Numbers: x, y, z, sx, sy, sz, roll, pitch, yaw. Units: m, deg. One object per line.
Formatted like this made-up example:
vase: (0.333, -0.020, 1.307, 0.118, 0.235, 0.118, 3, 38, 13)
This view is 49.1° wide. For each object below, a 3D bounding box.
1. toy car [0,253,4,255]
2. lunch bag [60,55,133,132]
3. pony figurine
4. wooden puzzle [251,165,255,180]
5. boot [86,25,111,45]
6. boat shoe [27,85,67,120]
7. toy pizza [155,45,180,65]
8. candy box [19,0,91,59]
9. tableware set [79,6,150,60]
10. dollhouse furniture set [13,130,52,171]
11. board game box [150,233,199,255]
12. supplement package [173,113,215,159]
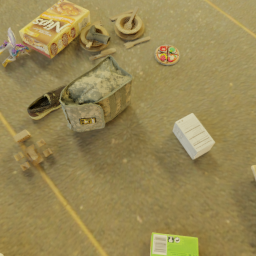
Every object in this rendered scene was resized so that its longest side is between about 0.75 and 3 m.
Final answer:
toy car: (-4.302, 4.023, 7.788, 1.466, 1.100, 1.283, 18, 66, 8)
lunch bag: (-1.104, -0.937, 9.583, 2.433, 1.995, 1.430, -38, 73, -16)
pony figurine: (-4.752, -3.259, 11.354, 1.264, 1.053, 1.220, -35, 102, -19)
wooden puzzle: (5.259, 2.004, 8.866, 2.234, 0.517, 2.069, -5, 65, -12)
boot: (-1.162, -3.833, 11.513, 0.921, 0.334, 0.838, 11, 68, 14)
boat shoe: (-2.883, -1.017, 10.394, 0.684, 0.605, 1.868, 42, 72, 17)
toy pizza: (1.632, -3.054, 11.578, 1.048, 0.166, 1.048, 0, 65, 0)
candy box: (-2.954, -4.178, 11.628, 1.522, 0.729, 2.637, 29, 62, 17)
tableware set: (-0.675, -4.146, 11.855, 2.918, 0.585, 1.929, -22, 67, -10)
dollhouse furniture set: (-3.386, 0.710, 9.690, 1.084, 0.768, 1.180, -34, 91, -14)
board game box: (1.234, 4.418, 7.602, 1.391, 0.437, 2.912, 5, 48, 5)
supplement package: (2.247, 0.293, 9.701, 0.761, 0.759, 1.298, -27, 68, -12)
